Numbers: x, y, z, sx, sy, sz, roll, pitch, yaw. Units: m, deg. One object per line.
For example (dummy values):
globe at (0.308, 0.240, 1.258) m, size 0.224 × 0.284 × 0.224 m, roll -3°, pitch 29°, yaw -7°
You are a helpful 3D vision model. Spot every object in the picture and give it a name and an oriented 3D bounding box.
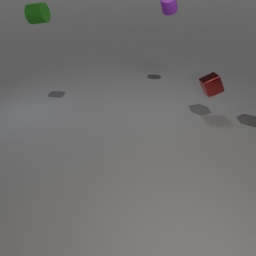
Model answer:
cylinder at (1.854, -5.594, 12.648) m, size 0.700 × 0.700 × 0.700 m, roll -8°, pitch 58°, yaw 13°
cube at (3.435, -1.778, 11.534) m, size 0.700 × 0.700 × 0.700 m, roll -25°, pitch 26°, yaw 7°
cylinder at (-3.383, -4.284, 10.484) m, size 0.700 × 0.700 × 0.700 m, roll -1°, pitch 30°, yaw 15°
